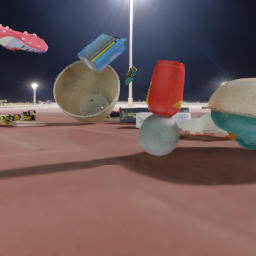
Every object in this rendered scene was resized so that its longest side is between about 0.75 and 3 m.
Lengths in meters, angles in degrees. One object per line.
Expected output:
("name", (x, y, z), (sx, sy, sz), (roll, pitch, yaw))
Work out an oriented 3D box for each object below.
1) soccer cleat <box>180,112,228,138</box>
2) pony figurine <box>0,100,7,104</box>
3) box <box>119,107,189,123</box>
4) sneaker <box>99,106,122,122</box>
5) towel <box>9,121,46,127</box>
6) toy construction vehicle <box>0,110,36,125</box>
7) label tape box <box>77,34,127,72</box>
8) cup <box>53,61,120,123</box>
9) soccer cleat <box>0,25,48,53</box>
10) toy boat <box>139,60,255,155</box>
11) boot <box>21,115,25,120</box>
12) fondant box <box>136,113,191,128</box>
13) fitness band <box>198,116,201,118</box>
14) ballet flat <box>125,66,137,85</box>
("soccer cleat", (1.901, -0.141, 6.363), (0.576, 0.644, 1.661), (-4, 5, -41))
("pony figurine", (-4.607, -0.618, 7.425), (2.275, 1.963, 2.357), (8, -16, -32))
("box", (1.229, -0.600, 12.477), (2.121, 0.686, 2.690), (4, 6, 34))
("sneaker", (-1.180, -0.727, 13.374), (1.951, 0.824, 0.731), (-1, 4, -10))
("towel", (-3.512, -0.151, 9.822), (1.104, 0.190, 0.732), (-3, 6, -39))
("toy construction vehicle", (-4.248, -0.313, 10.725), (1.437, 0.506, 1.251), (-1, 14, 36))
("label tape box", (-0.850, -2.695, 10.134), (1.354, 0.594, 1.878), (-42, 38, -10))
("cup", (-1.564, -1.263, 11.827), (2.626, 2.626, 1.878), (0, -22, 5))
("soccer cleat", (-3.639, -2.874, 9.474), (1.875, 0.625, 0.717), (18, -41, -6))
("toy boat", (1.462, -0.118, 3.868), (2.614, 1.215, 2.198), (7, 7, -10))
("boot", (-5.130, -0.550, 14.526), (0.520, 0.400, 1.088), (6, 12, -5))
("fondant box", (1.203, -0.269, 9.278), (1.674, 0.488, 1.208), (0, 4, 14))
("fitness band", (4.121, -0.460, 14.044), (1.253, 0.235, 0.900), (5, 3, 40))
("ballet flat", (0.090, -2.368, 12.483), (0.336, 0.358, 0.991), (-6, -32, -28))
